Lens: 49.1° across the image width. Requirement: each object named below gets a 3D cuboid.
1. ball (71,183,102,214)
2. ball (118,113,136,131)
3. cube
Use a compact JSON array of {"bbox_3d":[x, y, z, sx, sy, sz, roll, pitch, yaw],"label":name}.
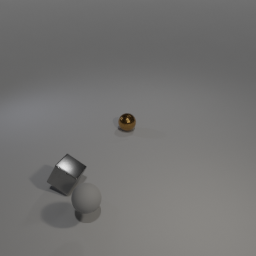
[{"bbox_3d":[-0.964,1.626,6.508,0.700,0.700,0.700,0,29,0],"label":"ball"},{"bbox_3d":[-0.033,-0.231,10.940,0.700,0.700,0.700,0,29,0],"label":"ball"},{"bbox_3d":[-1.706,1.296,7.857,0.700,0.700,0.700,34,27,0],"label":"cube"}]
